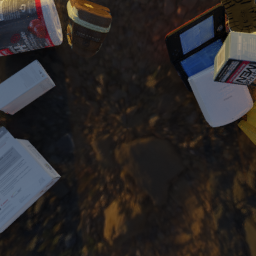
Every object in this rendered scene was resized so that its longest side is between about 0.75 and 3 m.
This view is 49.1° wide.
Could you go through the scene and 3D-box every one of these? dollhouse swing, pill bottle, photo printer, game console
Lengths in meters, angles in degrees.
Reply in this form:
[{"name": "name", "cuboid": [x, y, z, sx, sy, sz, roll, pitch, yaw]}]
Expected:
[{"name": "dollhouse swing", "cuboid": [5.240, 0.050, 8.104, 2.606, 2.368, 2.291, -46, 125, 2]}, {"name": "pill bottle", "cuboid": [-3.398, -2.949, 8.209, 2.657, 1.471, 1.471, -11, 83, -1]}, {"name": "photo printer", "cuboid": [2.751, -0.980, 8.193, 1.467, 0.612, 1.763, -27, 104, 1]}, {"name": "game console", "cuboid": [2.232, -2.258, 8.069, 1.890, 1.628, 1.121, -31, 56, 1]}]

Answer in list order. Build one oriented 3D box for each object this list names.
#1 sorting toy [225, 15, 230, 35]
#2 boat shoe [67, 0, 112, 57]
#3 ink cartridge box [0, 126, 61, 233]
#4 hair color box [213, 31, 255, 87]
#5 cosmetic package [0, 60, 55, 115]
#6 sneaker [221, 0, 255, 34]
[{"name": "sorting toy", "cuboid": [3.050, -2.567, 8.755, 2.072, 0.378, 1.918, -13, 83, 3]}, {"name": "boat shoe", "cuboid": [-0.912, -2.112, 5.881, 0.948, 2.567, 0.949, 15, 115, -12]}, {"name": "ink cartridge box", "cuboid": [-3.531, 1.467, 7.910, 2.351, 0.986, 2.064, -43, 85, -5]}, {"name": "hair color box", "cuboid": [3.337, -1.476, 6.490, 2.367, 1.172, 0.718, 7, 76, 2]}, {"name": "cosmetic package", "cuboid": [-3.091, -1.158, 8.274, 1.656, 0.935, 0.672, -34, 84, -6]}, {"name": "sneaker", "cuboid": [3.369, -3.141, 8.316, 1.094, 1.265, 2.890, -2, 51, 23]}]
